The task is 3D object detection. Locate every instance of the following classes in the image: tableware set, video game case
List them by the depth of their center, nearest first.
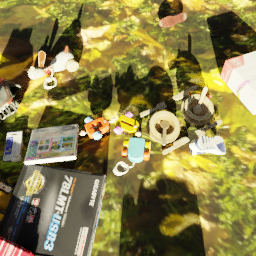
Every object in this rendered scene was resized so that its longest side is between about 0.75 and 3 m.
[{"bbox_3d":[-2.430,0.504,9.104,1.597,0.189,1.454,-6,45,1],"label":"video game case"},{"bbox_3d":[1.922,-0.413,9.900,2.715,0.544,1.795,-27,74,-15],"label":"tableware set"}]

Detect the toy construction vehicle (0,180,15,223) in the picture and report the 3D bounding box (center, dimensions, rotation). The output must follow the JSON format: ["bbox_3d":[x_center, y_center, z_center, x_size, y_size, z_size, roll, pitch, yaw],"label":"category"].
[{"bbox_3d":[-4.011,2.170,8.551,1.276,0.449,1.111,19,69,16],"label":"toy construction vehicle"}]

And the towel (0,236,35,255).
[{"bbox_3d":[-3.828,3.609,7.279,2.524,0.284,1.825,19,81,14],"label":"towel"}]

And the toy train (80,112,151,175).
[{"bbox_3d":[-0.356,0.470,9.542,1.918,0.710,2.554,-29,59,-14],"label":"toy train"}]

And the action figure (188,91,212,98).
[{"bbox_3d":[2.682,-1.247,10.773,1.088,0.539,0.355,-22,48,-11],"label":"action figure"}]

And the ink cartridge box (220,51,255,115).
[{"bbox_3d":[5.083,-1.597,10.747,1.636,0.948,2.810,-18,56,-12],"label":"ink cartridge box"}]

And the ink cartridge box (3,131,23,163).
[{"bbox_3d":[-3.947,0.641,9.674,0.535,0.209,1.129,-5,58,-3],"label":"ink cartridge box"}]

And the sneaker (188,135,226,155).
[{"bbox_3d":[2.486,0.579,9.202,1.421,0.821,0.574,10,71,-35],"label":"sneaker"}]

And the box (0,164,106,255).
[{"bbox_3d":[-2.153,2.449,8.188,2.609,0.653,2.629,8,56,6],"label":"box"}]

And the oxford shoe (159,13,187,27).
[{"bbox_3d":[2.134,-5.248,13.630,1.403,0.494,0.525,-16,27,-6],"label":"oxford shoe"}]

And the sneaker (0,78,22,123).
[{"bbox_3d":[-4.614,-0.783,10.199,1.091,1.027,2.664,8,57,-2],"label":"sneaker"}]

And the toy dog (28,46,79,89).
[{"bbox_3d":[-3.027,-2.711,11.460,1.398,1.021,2.120,35,62,21],"label":"toy dog"}]
